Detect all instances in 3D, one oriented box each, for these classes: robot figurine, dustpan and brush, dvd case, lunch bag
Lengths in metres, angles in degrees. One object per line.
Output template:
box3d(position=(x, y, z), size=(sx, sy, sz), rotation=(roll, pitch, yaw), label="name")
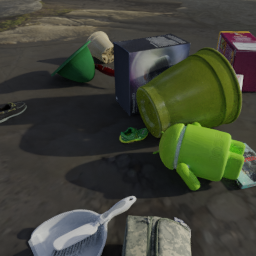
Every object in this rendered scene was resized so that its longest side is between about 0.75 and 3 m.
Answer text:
box3d(position=(1.732, 0.579, 6.960), size=(2.108, 1.219, 1.849), rotation=(13, 43, 16), label="robot figurine")
box3d(position=(-0.726, 1.983, 5.434), size=(2.136, 0.611, 1.490), rotation=(-21, 39, -28), label="dustpan and brush")
box3d(position=(3.021, 0.927, 7.400), size=(1.103, 0.166, 1.510), rotation=(-9, 34, -13), label="dvd case")
box3d(position=(0.499, 2.236, 4.744), size=(1.187, 0.986, 1.416), rotation=(4, 33, 4), label="lunch bag")

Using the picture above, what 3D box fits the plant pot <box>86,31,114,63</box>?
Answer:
box3d(position=(-1.196, -3.782, 13.551), size=(1.321, 1.321, 1.209), rotation=(-22, 52, -29), label="plant pot")

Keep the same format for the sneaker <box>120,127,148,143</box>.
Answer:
box3d(position=(0.200, 0.169, 8.312), size=(0.942, 0.394, 0.349), rotation=(-16, 36, -23), label="sneaker")

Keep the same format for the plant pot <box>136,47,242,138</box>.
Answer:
box3d(position=(1.603, -0.833, 8.353), size=(2.350, 2.441, 2.441), rotation=(-22, 39, -12), label="plant pot")

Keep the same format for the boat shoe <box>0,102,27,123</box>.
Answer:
box3d(position=(-4.003, -0.616, 9.466), size=(0.470, 0.397, 1.318), rotation=(19, 39, 26), label="boat shoe")

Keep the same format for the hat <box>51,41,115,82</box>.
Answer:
box3d(position=(-1.602, -2.104, 11.748), size=(2.171, 2.307, 2.621), rotation=(-47, 19, -11), label="hat")

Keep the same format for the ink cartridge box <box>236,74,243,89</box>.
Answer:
box3d(position=(3.311, -1.570, 10.402), size=(1.689, 0.705, 1.226), rotation=(12, 31, 22), label="ink cartridge box")

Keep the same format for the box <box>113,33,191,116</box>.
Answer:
box3d(position=(0.773, -1.846, 9.641), size=(2.223, 2.241, 1.381), rotation=(-14, 36, -18), label="box")

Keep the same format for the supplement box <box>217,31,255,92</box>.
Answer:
box3d(position=(4.569, -2.828, 11.570), size=(1.341, 1.701, 2.598), rotation=(2, 35, 2), label="supplement box")
